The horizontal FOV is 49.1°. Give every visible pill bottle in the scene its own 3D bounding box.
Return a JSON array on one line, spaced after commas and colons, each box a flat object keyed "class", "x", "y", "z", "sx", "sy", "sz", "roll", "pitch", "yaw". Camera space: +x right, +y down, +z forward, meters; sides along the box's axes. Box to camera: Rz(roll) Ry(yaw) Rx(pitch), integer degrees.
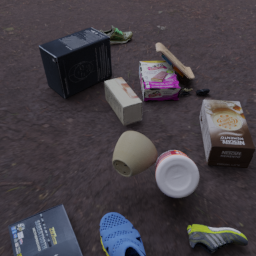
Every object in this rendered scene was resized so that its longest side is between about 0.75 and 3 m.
[{"class": "pill bottle", "x": 1.346, "y": 1.233, "z": 8.086, "sx": 1.127, "sy": 1.127, "sz": 1.996, "roll": 4, "pitch": 2, "yaw": 4}]

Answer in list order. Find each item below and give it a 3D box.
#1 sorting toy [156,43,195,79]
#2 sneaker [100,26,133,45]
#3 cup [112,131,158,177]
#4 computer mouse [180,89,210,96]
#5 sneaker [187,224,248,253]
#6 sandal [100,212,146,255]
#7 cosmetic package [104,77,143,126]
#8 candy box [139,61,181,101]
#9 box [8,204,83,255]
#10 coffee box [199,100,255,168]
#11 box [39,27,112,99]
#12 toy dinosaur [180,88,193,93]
[{"class": "sorting toy", "x": 2.132, "y": -3.128, "z": 13.162, "sx": 2.104, "sy": 0.384, "sz": 1.948, "roll": 36, "pitch": 24, "yaw": -13}, {"class": "sneaker", "x": -0.696, "y": -5.389, "z": 16.068, "sx": 2.144, "sy": 0.950, "sz": 0.824, "roll": -18, "pitch": 46, "yaw": -19}, {"class": "cup", "x": 0.079, "y": 0.847, "z": 7.897, "sx": 1.265, "sy": 1.265, "sz": 0.905, "roll": 23, "pitch": 47, "yaw": 22}, {"class": "computer mouse", "x": 2.997, "y": -1.537, "z": 12.518, "sx": 1.357, "sy": 0.231, "sz": 0.398, "roll": -9, "pitch": 18, "yaw": 1}, {"class": "sneaker", "x": 2.362, "y": 3.021, "z": 7.457, "sx": 1.570, "sy": 0.580, "sz": 0.635, "roll": 2, "pitch": 49, "yaw": 13}, {"class": "sandal", "x": 0.055, "y": 3.116, "z": 6.867, "sx": 1.056, "sy": 1.157, "sz": 2.657, "roll": -21, "pitch": 45, "yaw": -19}, {"class": "cosmetic package", "x": -0.210, "y": -1.130, "z": 11.494, "sx": 0.853, "sy": 1.010, "sz": 1.954, "roll": -18, "pitch": 47, "yaw": -18}, {"class": "candy box", "x": 1.386, "y": -2.211, "z": 12.839, "sx": 1.596, "sy": 0.714, "sz": 2.341, "roll": -2, "pitch": 42, "yaw": -4}, {"class": "box", "x": -2.120, "y": 3.134, "z": 7.292, "sx": 1.551, "sy": 0.502, "sz": 1.967, "roll": -18, "pitch": 46, "yaw": -19}, {"class": "coffee box", "x": 3.488, "y": 0.135, "z": 10.132, "sx": 1.433, "sy": 0.999, "sz": 2.507, "roll": 3, "pitch": 43, "yaw": 3}, {"class": "box", "x": -2.257, "y": -2.975, "z": 12.669, "sx": 2.785, "sy": 2.067, "sz": 1.491, "roll": -32, "pitch": 51, "yaw": -30}, {"class": "toy dinosaur", "x": 2.471, "y": -1.739, "z": 12.649, "sx": 0.890, "sy": 0.211, "sz": 0.392, "roll": 22, "pitch": 25, "yaw": 39}]
